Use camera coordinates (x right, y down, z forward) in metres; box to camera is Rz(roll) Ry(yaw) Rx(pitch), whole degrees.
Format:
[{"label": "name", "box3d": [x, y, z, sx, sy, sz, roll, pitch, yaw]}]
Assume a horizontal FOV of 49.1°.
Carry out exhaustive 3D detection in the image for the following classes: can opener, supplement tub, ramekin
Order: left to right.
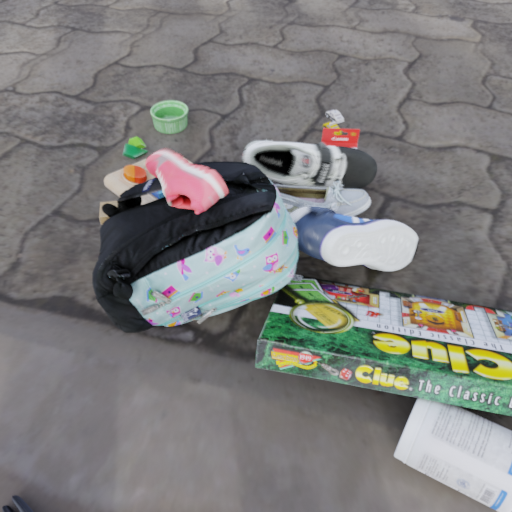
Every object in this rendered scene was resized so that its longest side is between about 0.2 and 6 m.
[{"label": "can opener", "box3d": [-3.097, 3.795, 7.710, 0.422, 0.523, 1.330, -36, 46, -21]}, {"label": "ramekin", "box3d": [-2.343, -3.753, 15.240, 1.014, 0.495, 1.014, 0, 45, 0]}, {"label": "supplement tub", "box3d": [3.011, 2.833, 8.161, 1.696, 1.119, 1.119, 24, 49, 21]}]

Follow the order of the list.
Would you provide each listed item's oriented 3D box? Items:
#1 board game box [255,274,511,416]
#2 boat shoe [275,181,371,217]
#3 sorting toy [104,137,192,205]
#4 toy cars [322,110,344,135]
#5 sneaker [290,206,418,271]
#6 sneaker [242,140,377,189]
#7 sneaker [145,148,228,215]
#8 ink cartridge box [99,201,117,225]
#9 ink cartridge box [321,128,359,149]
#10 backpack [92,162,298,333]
[{"label": "board game box", "box3d": [2.869, 1.429, 9.234, 5.352, 0.628, 2.804, 9, 23, 9]}, {"label": "boat shoe", "box3d": [1.297, -1.222, 12.047, 2.271, 0.728, 0.837, 2, 37, 20]}, {"label": "sorting toy", "box3d": [-2.684, -2.095, 13.643, 1.958, 0.390, 2.649, -35, 55, -30]}, {"label": "toy cars", "box3d": [2.128, -3.708, 15.355, 0.555, 0.274, 1.237, 9, 45, 8]}, {"label": "sneaker", "box3d": [1.808, -0.482, 11.416, 2.638, 1.063, 1.932, -1, 23, -36]}, {"label": "sneaker", "box3d": [1.223, -1.962, 12.548, 3.134, 1.161, 1.387, 4, 10, -1]}, {"label": "sneaker", "box3d": [-1.342, -1.222, 9.297, 1.816, 0.669, 0.788, 25, 66, 35]}, {"label": "ink cartridge box", "box3d": [-3.180, -0.983, 12.625, 0.660, 0.248, 0.543, -6, 44, -5]}, {"label": "ink cartridge box", "box3d": [1.997, -2.507, 13.507, 0.903, 1.123, 0.281, 1, 43, -4]}, {"label": "backpack", "box3d": [-1.009, -0.194, 10.199, 3.463, 2.192, 2.890, -21, 43, 5]}]
